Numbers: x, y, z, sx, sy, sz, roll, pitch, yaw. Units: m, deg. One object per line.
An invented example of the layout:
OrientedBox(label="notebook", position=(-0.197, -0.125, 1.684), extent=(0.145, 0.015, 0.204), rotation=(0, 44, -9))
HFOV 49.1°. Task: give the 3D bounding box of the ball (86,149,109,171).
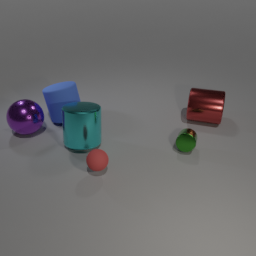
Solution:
OrientedBox(label="ball", position=(-0.958, 1.005, 8.782), extent=(0.700, 0.700, 0.700), rotation=(0, 30, 0))

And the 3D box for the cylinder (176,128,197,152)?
OrientedBox(label="cylinder", position=(2.111, 0.431, 10.051), extent=(0.700, 0.700, 0.700), rotation=(9, 18, 15))

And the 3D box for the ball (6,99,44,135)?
OrientedBox(label="ball", position=(-4.002, -0.426, 10.952), extent=(1.400, 1.400, 1.400), rotation=(0, 30, 0))

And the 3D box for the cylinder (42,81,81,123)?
OrientedBox(label="cylinder", position=(-2.723, -1.103, 11.823), extent=(1.400, 1.400, 1.400), rotation=(-10, 23, 4))

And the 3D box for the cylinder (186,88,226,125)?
OrientedBox(label="cylinder", position=(3.268, -0.926, 11.790), extent=(1.400, 1.400, 1.400), rotation=(9, 32, 15))

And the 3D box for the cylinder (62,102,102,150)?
OrientedBox(label="cylinder", position=(-1.671, -0.114, 10.216), extent=(1.400, 1.400, 1.400), rotation=(2, 21, -1))
